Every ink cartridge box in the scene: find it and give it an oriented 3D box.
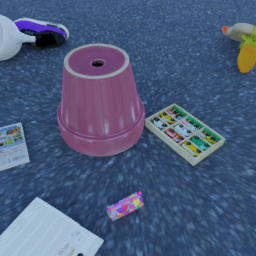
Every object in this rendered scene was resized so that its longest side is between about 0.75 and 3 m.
[{"bbox_3d":[-1.757,2.605,5.965,1.951,0.557,1.586,28,51,16],"label":"ink cartridge box"}]

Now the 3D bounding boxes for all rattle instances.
[{"bbox_3d":[4.716,-3.442,12.090,1.762,1.933,2.707,3,17,-28],"label":"rattle"}]

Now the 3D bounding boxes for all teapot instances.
[{"bbox_3d":[-5.145,-3.663,11.603,1.940,1.915,1.417,49,23,13],"label":"teapot"}]

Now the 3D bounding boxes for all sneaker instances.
[{"bbox_3d":[-4.097,-4.045,12.273,2.753,0.957,1.369,4,46,4],"label":"sneaker"}]

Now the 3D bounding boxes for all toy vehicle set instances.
[{"bbox_3d":[1.688,0.114,8.559,1.303,0.278,2.097,-30,52,-27],"label":"toy vehicle set"}]

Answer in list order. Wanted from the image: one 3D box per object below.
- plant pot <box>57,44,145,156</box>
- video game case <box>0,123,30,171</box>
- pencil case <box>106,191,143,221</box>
[{"bbox_3d":[-0.818,-0.948,8.127,2.689,2.407,2.689,0,44,0],"label":"plant pot"},{"bbox_3d":[-3.609,0.547,8.217,1.166,0.147,1.628,-17,47,-16],"label":"video game case"},{"bbox_3d":[-0.065,1.865,6.720,0.907,0.401,0.401,-24,50,-22],"label":"pencil case"}]
